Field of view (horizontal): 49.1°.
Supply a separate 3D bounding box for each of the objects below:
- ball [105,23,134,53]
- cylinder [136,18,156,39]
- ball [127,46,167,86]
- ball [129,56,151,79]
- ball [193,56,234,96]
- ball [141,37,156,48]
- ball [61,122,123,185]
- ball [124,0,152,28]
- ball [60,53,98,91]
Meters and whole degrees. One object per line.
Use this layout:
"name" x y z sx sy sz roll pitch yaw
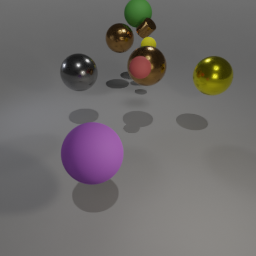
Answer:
"ball" -0.404 -4.397 13.723 1.400 1.400 1.400 0 30 0
"cylinder" 0.861 -4.741 13.314 0.700 0.700 0.700 -33 2 45
"ball" 0.668 -2.193 9.935 1.400 1.400 1.400 0 30 0
"ball" 0.390 -1.921 8.895 0.700 0.700 0.700 0 30 0
"ball" 3.028 -1.860 10.020 1.400 1.400 1.400 0 30 0
"ball" 0.928 -3.749 12.672 0.700 0.700 0.700 0 30 0
"ball" -0.802 0.569 6.341 1.400 1.400 1.400 0 30 0
"ball" 0.506 -5.758 14.042 1.400 1.400 1.400 0 30 0
"ball" -1.838 -2.083 10.529 1.400 1.400 1.400 0 30 0
